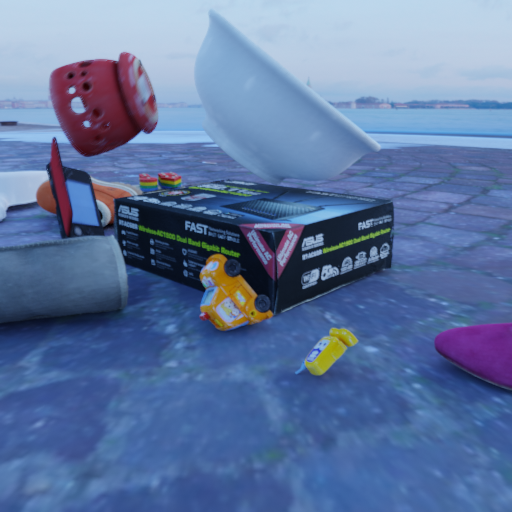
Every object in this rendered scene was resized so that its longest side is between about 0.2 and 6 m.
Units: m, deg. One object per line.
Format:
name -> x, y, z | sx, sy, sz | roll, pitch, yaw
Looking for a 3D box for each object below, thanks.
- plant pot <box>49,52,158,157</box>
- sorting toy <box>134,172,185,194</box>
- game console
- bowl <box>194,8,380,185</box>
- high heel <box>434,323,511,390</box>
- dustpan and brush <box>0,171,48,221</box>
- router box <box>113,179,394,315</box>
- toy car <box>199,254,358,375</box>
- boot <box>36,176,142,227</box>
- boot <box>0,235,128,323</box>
plant pot -> -2.439, -2.525, 9.311 | 1.380, 1.516, 1.516 | -12, 15, 6
sorting toy -> -2.826, -2.104, 16.391 | 1.467, 0.511, 1.458 | -5, 17, -20
game console -> -3.200, -1.142, 10.153 | 0.940, 1.584, 1.365 | -29, -21, 30
bowl -> 0.225, -2.263, 9.146 | 3.465, 1.557, 3.465 | 35, 17, -13
high heel -> 3.262, 0.593, 5.273 | 2.958, 1.422, 0.997 | 4, 17, 15
dustpan and brush -> -6.298, -1.502, 13.810 | 2.688, 1.102, 3.851 | -5, 10, -17
router box -> -0.100, -0.386, 9.157 | 3.776, 1.173, 2.829 | 15, 22, 42
toy car -> -0.009, 0.622, 6.147 | 0.716, 1.056, 2.153 | -43, 27, -20
boot -> -4.010, -1.182, 12.387 | 2.785, 1.045, 1.493 | 8, 23, 22
boot -> -3.318, 0.521, 6.299 | 3.669, 1.331, 3.336 | 3, 17, -16
